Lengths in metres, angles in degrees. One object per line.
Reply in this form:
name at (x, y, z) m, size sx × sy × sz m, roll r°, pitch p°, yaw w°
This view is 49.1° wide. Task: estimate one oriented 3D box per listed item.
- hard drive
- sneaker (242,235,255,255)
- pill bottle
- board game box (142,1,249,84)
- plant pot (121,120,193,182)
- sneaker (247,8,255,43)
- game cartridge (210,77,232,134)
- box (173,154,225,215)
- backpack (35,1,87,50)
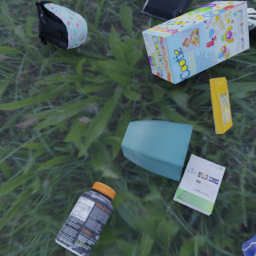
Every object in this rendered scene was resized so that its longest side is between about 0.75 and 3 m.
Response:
hard drive at (1.706, -5.252, 11.174) m, size 1.581 × 0.496 × 2.344 m, roll 26°, pitch 66°, yaw 13°
sneaker at (4.000, 2.231, 7.013) m, size 2.976 × 1.202 × 1.719 m, roll -13°, pitch 59°, yaw -14°
pill bottle at (-0.973, 2.245, 7.045) m, size 0.917 × 0.917 × 1.727 m, roll 25°, pitch 65°, yaw 12°
board game box at (2.202, -2.839, 9.058) m, size 2.925 × 1.534 × 1.507 m, roll -26°, pitch 32°, yaw -13°
plant pot at (0.774, 0.526, 7.836) m, size 1.732 × 1.224 × 1.223 m, roll 14°, pitch 63°, yaw 14°
sneaker at (4.680, -3.735, 10.087) m, size 2.766 × 1.025 × 1.224 m, roll 21°, pitch 66°, yaw 11°
game cartridge at (2.707, -0.690, 8.077) m, size 0.245 × 1.332 × 1.511 m, roll -4°, pitch 99°, yaw 31°
box at (1.993, 1.546, 7.790) m, size 1.029 × 0.259 × 1.425 m, roll 23°, pitch 64°, yaw 11°
backpack at (-2.270, -3.460, 9.590) m, size 1.136 × 1.498 × 1.795 m, roll -34°, pitch 54°, yaw -31°
